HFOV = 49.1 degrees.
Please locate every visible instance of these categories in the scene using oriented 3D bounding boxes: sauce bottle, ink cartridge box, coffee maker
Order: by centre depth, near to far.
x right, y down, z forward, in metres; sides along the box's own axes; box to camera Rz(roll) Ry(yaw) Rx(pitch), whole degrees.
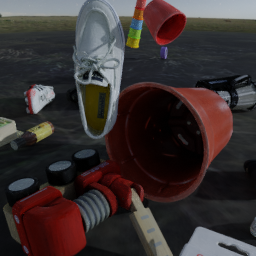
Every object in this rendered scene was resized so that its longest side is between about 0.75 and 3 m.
[{"bbox_3d":[1.239,2.749,4.068,1.481,0.858,2.543,14,30,29],"label":"ink cartridge box"},{"bbox_3d":[-3.339,0.273,9.853,0.550,0.550,1.668,12,26,24],"label":"sauce bottle"},{"bbox_3d":[4.191,-1.471,12.661,2.465,1.660,2.367,-10,12,-23],"label":"coffee maker"}]

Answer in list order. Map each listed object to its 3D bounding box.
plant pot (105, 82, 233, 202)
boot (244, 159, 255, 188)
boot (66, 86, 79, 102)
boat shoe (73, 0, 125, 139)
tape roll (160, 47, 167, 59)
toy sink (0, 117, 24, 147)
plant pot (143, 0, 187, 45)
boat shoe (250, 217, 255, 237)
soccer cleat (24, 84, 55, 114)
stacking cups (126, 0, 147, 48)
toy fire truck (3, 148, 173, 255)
[{"bbox_3d":[1.407,0.094,7.817,2.965,2.965,2.884,18,23,35],"label":"plant pot"},{"bbox_3d":[4.058,1.278,7.563,1.547,0.591,1.300,-5,21,6],"label":"boot"},{"bbox_3d":[-1.678,-1.785,13.849,1.764,0.888,2.360,10,36,36],"label":"boot"},{"bbox_3d":[-0.698,-1.159,5.903,1.108,3.000,1.279,5,19,2],"label":"boat shoe"},{"bbox_3d":[3.068,-6.439,23.975,0.410,0.964,0.964,9,26,17],"label":"tape roll"},{"bbox_3d":[-4.510,0.083,10.062,0.821,0.705,1.259,14,28,28],"label":"toy sink"},{"bbox_3d":[0.739,-2.360,6.107,0.813,0.813,0.719,-17,62,-33],"label":"plant pot"},{"bbox_3d":[3.305,2.038,6.076,1.336,0.476,0.466,-6,25,-13],"label":"boat shoe"},{"bbox_3d":[-4.082,-1.437,13.109,1.245,1.003,2.924,-4,22,-11],"label":"soccer cleat"},{"bbox_3d":[0.312,-3.279,8.774,0.441,1.457,0.441,12,33,-8],"label":"stacking cups"},{"bbox_3d":[-0.630,1.810,5.534,2.827,1.819,2.488,9,24,42],"label":"toy fire truck"}]
